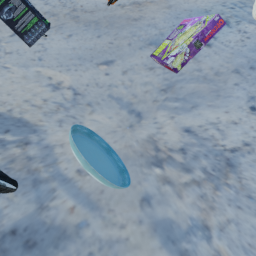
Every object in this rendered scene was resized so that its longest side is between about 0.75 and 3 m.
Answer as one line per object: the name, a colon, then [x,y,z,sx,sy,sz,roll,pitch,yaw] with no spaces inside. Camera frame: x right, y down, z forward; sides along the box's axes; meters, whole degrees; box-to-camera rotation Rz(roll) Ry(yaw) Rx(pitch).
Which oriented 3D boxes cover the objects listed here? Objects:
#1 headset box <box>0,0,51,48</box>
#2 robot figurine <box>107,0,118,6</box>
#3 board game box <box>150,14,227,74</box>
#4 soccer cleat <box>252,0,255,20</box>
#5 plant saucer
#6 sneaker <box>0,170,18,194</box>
headset box: [-2.836,-3.003,7.416,0.768,1.657,1.442,-41,27,6]
robot figurine: [-0.265,-4.693,9.452,0.417,1.431,1.038,47,64,-17]
board game box: [0.907,-1.446,4.743,0.268,0.995,1.658,37,12,-16]
soccer cleat: [3.246,-3.342,6.396,0.639,1.648,0.571,15,19,-28]
plant saucer: [-0.331,0.337,3.163,0.127,0.929,0.929,-43,54,11]
sneaker: [-2.024,0.419,3.695,0.517,1.367,0.598,-23,47,37]
